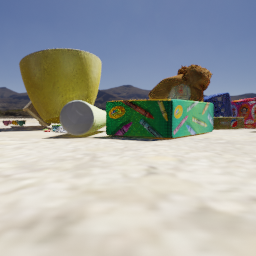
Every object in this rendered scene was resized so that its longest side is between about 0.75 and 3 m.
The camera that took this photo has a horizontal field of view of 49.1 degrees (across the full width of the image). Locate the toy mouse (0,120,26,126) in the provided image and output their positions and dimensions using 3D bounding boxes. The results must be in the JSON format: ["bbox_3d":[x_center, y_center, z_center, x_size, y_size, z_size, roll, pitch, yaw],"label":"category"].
[{"bbox_3d":[-5.130,-0.231,12.668,1.383,0.268,1.229,-2,3,-33],"label":"toy mouse"}]

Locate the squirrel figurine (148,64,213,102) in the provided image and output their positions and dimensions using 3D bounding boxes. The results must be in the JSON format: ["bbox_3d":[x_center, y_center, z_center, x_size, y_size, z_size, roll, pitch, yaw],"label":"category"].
[{"bbox_3d":[2.168,-1.181,10.796,1.841,2.601,2.428,35,-3,15],"label":"squirrel figurine"}]

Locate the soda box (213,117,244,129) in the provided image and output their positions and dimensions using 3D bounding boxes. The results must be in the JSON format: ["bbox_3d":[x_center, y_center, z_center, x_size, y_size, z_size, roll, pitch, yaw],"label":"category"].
[{"bbox_3d":[3.246,-0.162,9.386,1.284,0.411,0.435,-1,2,-19],"label":"soda box"}]

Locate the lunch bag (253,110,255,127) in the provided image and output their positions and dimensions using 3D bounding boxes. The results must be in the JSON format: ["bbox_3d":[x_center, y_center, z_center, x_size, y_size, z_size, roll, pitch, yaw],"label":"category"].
[{"bbox_3d":[4.599,-0.201,7.913,1.705,0.699,1.502,3,-1,44],"label":"lunch bag"}]

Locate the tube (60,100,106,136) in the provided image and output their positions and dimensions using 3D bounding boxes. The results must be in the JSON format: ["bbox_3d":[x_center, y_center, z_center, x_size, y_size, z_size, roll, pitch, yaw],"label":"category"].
[{"bbox_3d":[-0.949,-0.189,7.260,0.855,0.765,2.949,29,1,3],"label":"tube"}]

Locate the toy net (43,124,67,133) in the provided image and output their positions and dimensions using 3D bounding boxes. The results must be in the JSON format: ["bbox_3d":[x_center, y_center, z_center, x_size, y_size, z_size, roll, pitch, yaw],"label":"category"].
[{"bbox_3d":[-1.980,0.014,7.717,0.555,0.204,1.058,-1,3,-30],"label":"toy net"}]

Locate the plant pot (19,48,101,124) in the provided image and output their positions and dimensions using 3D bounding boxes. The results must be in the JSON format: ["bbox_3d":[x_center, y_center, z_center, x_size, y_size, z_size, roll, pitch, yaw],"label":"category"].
[{"bbox_3d":[-2.382,-1.309,10.342,2.978,2.114,2.978,-6,-8,-1],"label":"plant pot"}]

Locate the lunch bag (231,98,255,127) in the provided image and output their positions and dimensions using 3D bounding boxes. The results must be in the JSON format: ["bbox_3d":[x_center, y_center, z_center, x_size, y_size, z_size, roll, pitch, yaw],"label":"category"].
[{"bbox_3d":[5.497,-0.526,11.224,2.396,1.114,2.720,4,1,-21],"label":"lunch bag"}]

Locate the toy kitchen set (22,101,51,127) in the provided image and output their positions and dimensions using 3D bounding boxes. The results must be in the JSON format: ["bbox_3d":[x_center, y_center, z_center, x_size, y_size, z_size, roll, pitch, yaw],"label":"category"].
[{"bbox_3d":[-2.807,-1.137,12.717,2.325,2.850,2.571,43,-15,-20],"label":"toy kitchen set"}]

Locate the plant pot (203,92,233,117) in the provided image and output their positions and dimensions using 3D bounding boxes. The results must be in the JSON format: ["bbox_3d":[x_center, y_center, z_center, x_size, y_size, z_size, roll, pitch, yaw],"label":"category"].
[{"bbox_3d":[3.200,-0.643,10.907,1.196,1.331,1.331,-8,3,-4],"label":"plant pot"}]

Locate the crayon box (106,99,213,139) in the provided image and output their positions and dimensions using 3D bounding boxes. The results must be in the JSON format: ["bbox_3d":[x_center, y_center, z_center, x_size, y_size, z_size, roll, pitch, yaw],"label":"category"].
[{"bbox_3d":[0.894,-0.241,6.759,1.592,0.781,2.681,2,3,34],"label":"crayon box"}]
